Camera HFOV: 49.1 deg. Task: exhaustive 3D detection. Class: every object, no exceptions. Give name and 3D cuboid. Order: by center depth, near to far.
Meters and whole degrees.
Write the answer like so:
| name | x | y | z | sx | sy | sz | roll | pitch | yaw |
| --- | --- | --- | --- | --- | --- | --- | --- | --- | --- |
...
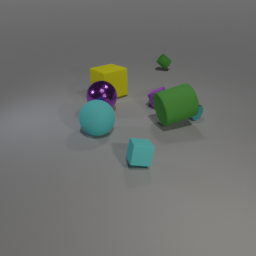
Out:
| name | x | y | z | sx | sy | sz | roll | pitch | yaw |
| --- | --- | --- | --- | --- | --- | --- | --- | --- | --- |
| cube | 0.396 | 0.787 | 9.185 | 0.700 | 0.700 | 0.700 | 6 | 17 | -14 |
| ball | -1.204 | -0.397 | 10.929 | 1.400 | 1.400 | 1.400 | 0 | 29 | 0 |
| cylinder | 1.923 | -0.952 | 11.360 | 1.400 | 1.400 | 1.400 | -19 | 33 | -10 |
| cylinder | 2.817 | -0.787 | 12.331 | 0.700 | 0.700 | 0.700 | -20 | 36 | -32 |
| ball | -1.178 | -1.438 | 12.631 | 1.400 | 1.400 | 1.400 | 0 | 29 | 0 |
| cube | 1.449 | -1.464 | 13.280 | 0.700 | 0.700 | 0.700 | -16 | 16 | 31 |
| cube | -0.975 | -2.391 | 14.383 | 1.400 | 1.400 | 1.400 | -20 | 31 | -32 |
| cylinder | 2.328 | -4.295 | 18.076 | 0.700 | 0.700 | 0.700 | 36 | 24 | -17 |
